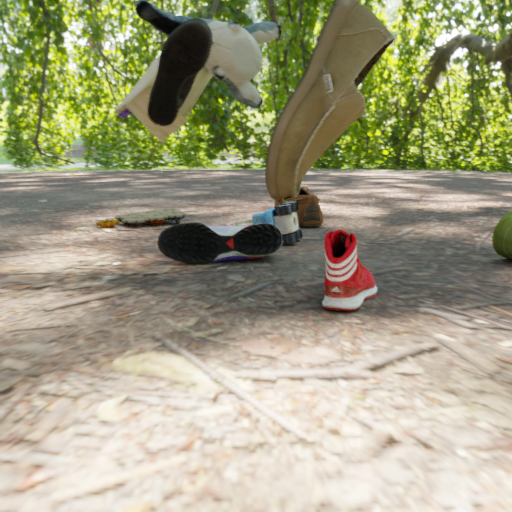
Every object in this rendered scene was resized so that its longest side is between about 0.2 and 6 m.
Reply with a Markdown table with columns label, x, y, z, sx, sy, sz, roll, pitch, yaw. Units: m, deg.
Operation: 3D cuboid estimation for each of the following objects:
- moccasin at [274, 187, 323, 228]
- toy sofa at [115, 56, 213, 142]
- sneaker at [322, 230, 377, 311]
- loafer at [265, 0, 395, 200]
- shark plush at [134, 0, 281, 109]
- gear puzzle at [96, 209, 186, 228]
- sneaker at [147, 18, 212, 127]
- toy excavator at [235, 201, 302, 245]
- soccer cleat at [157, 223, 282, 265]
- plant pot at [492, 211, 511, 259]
| label | x | y | z | sx | sy | sz | roll | pitch | yaw |
| --- | --- | --- | --- | --- | --- | --- | --- | --- | --- |
| moccasin | 1.204 | -1.641 | 16.944 | 1.141 | 1.204 | 3.119 | -1 | 12 | -6 |
| toy sofa | -1.727 | -3.380 | 11.304 | 1.188 | 1.008 | 2.435 | -24 | 33 | 37 |
| sneaker | 1.479 | 0.103 | 8.595 | 0.746 | 1.100 | 1.904 | 3 | 12 | 15 |
| loafer | 1.100 | -2.284 | 8.613 | 1.099 | 3.258 | 1.239 | 25 | 12 | 9 |
| shark plush | -0.934 | -3.504 | 9.837 | 1.432 | 1.562 | 3.437 | 21 | 23 | 25 |
| gear puzzle | -3.355 | -1.005 | 16.232 | 2.536 | 0.332 | 1.314 | -11 | 17 | -31 |
| sneaker | -1.214 | -2.822 | 8.563 | 0.639 | 2.127 | 1.109 | 22 | 42 | -16 |
| toy excavator | 0.181 | -0.774 | 13.827 | 1.870 | 0.934 | 1.818 | -6 | 8 | 16 |
| soccer cleat | -0.740 | -0.228 | 11.425 | 2.489 | 0.849 | 0.911 | -4 | -8 | -8 |
| plant pot | 5.400 | -0.254 | 10.923 | 1.111 | 1.111 | 1.055 | -2 | 24 | -11 |
